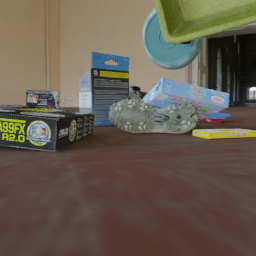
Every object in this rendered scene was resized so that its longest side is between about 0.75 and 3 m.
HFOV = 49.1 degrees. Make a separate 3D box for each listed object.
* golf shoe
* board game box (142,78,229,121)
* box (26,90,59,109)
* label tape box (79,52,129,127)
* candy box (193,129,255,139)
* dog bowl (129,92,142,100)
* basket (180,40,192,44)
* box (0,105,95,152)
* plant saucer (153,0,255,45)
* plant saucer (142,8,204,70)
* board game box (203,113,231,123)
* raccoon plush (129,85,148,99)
[{"bbox_3d":[0.618,-0.170,7.029,2.187,0.856,1.063,7,-10,16],"label":"golf shoe"},{"bbox_3d":[1.279,-0.584,7.376,1.680,0.406,2.220,11,-15,-11],"label":"board game box"},{"bbox_3d":[-4.279,-1.201,14.129,1.533,1.331,2.320,0,6,-16],"label":"box"},{"bbox_3d":[-0.747,-1.227,9.209,1.628,2.258,0.715,-5,7,-44],"label":"label tape box"},{"bbox_3d":[2.094,0.116,6.077,1.217,0.161,0.622,-1,3,-18],"label":"candy box"},{"bbox_3d":[-0.004,-0.715,10.174,1.166,1.166,0.342,2,23,22],"label":"dog bowl"},{"bbox_3d":[1.828,-3.341,8.995,1.017,1.128,0.767,8,6,-39],"label":"basket"},{"bbox_3d":[-1.862,-0.098,5.449,1.938,0.536,2.419,6,6,7],"label":"box"},{"bbox_3d":[1.518,-2.738,3.736,2.834,2.838,0.679,-14,-1,5],"label":"plant saucer"},{"bbox_3d":[1.512,-3.317,10.192,2.438,2.438,0.334,3,22,33],"label":"plant saucer"},{"bbox_3d":[3.227,-0.355,10.730,1.195,0.294,1.512,9,15,33],"label":"board game box"},{"bbox_3d":[0.518,-0.988,12.283,2.003,1.447,2.990,6,1,-35],"label":"raccoon plush"}]
